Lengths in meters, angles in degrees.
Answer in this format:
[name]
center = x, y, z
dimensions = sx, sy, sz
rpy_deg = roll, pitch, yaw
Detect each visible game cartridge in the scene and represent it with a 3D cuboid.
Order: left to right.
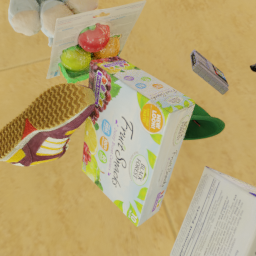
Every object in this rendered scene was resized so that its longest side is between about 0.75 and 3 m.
[game cartridge]
center = 2.126, -1.521, 7.387
dimensions = 1.059, 0.314, 1.634
rpy_deg = 32, 28, -8

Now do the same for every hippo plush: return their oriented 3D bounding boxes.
[hippo plush]
center = -1.899, -2.756, 6.887
dimensions = 2.704, 2.174, 2.154
rpy_deg = 12, 73, 7

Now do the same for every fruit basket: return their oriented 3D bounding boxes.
[fruit basket]
center = -0.842, -1.993, 6.413
dimensions = 2.081, 2.247, 1.053
rpy_deg = -25, 75, -26

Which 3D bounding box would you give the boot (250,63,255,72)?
[boot]
center = 3.854, -1.717, 7.465
dimensions = 0.721, 1.095, 0.382
rpy_deg = -34, 102, -9

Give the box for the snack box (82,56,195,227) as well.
[snack box]
center = -0.012, 0.289, 5.373
dimensions = 0.722, 2.725, 1.938
rpy_deg = -24, 48, -38

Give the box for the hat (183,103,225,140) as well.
[hat]
center = 1.289, -0.591, 6.387
dimensions = 1.626, 1.346, 1.431
rpy_deg = -1, 67, 5

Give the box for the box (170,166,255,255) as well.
[box]
center = 1.772, 1.949, 4.625
dimensions = 1.148, 2.189, 2.013
rpy_deg = 21, 93, -6

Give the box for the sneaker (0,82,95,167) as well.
[sneaker]
center = -1.433, 0.016, 5.447
dimensions = 2.461, 1.109, 0.922
rpy_deg = -27, 58, 24
